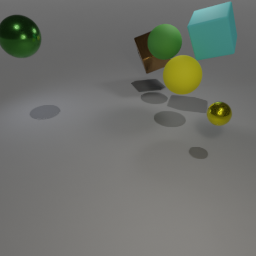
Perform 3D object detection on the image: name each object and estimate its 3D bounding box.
[{"bbox_3d":[1.505,-3.520,11.483,1.400,1.400,1.400,0,29,0],"label":"ball"},{"bbox_3d":[1.964,-1.909,10.122,1.400,1.400,1.400,0,29,0],"label":"ball"},{"bbox_3d":[3.142,-3.543,10.313,1.400,1.400,1.400,-4,40,29],"label":"cube"},{"bbox_3d":[-3.653,-3.078,9.463,1.400,1.400,1.400,0,29,0],"label":"ball"},{"bbox_3d":[2.626,-0.410,8.064,0.700,0.700,0.700,0,29,0],"label":"ball"},{"bbox_3d":[1.267,-3.838,14.043,1.400,1.400,1.400,-20,70,5],"label":"cube"}]
